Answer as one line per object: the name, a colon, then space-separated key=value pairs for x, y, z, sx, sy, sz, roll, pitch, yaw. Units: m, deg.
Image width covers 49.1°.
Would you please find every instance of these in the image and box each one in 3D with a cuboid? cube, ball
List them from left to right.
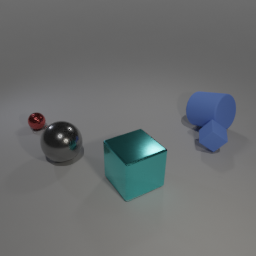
ball: x=-3.729 y=-0.287 z=11.443 sx=0.700 sy=0.700 sz=0.700 roll=0 pitch=32 yaw=0
ball: x=-2.256 y=0.462 z=9.528 sx=1.400 sy=1.400 sz=1.400 roll=0 pitch=32 yaw=0
cube: x=0.189 y=1.082 z=8.563 sx=1.400 sy=1.400 sz=1.400 roll=-17 pitch=36 yaw=-27
cube: x=3.028 y=0.276 z=9.982 sx=0.700 sy=0.700 sz=0.700 roll=33 pitch=39 yaw=-13

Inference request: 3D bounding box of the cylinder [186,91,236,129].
cylinder: x=3.285 y=-0.703 z=11.113 sx=1.400 sy=1.400 sz=1.400 roll=-23 pitch=24 yaw=-33
